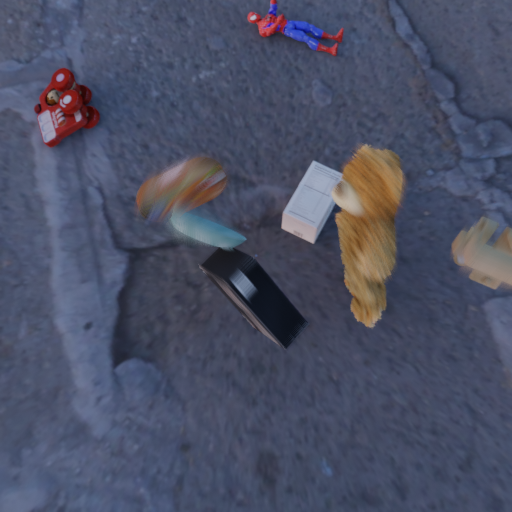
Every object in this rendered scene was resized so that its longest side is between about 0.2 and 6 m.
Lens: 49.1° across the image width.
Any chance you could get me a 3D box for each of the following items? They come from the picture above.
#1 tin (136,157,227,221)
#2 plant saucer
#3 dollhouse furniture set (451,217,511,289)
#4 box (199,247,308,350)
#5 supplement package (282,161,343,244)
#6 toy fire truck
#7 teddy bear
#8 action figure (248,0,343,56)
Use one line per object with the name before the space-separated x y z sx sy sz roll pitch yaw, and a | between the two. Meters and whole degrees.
tin | -1.348 -1.201 10.078 1.672 0.936 0.350 -25 62 0
plant saucer | -0.803 -0.393 8.852 1.299 1.299 0.234 22 97 9
dollhouse furniture set | 3.778 0.269 9.213 1.360 1.166 1.430 23 36 -3
box | -0.041 0.650 9.200 0.640 1.146 1.624 -47 120 -13
supplement package | 1.139 -1.062 11.090 0.754 0.726 1.325 27 70 11
toy fire truck | -4.180 -3.186 11.991 1.249 0.834 1.487 -28 68 9
teddy bear | 1.765 -0.270 9.455 1.031 3.089 2.239 1 53 6
action figure | 0.857 -5.363 12.712 2.235 1.106 0.729 17 68 10
